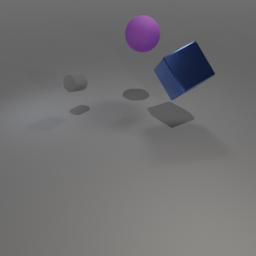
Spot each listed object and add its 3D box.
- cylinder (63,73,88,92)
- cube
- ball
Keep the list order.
[{"bbox_3d":[-2.108,-1.826,11.244,0.700,0.700,0.700,19,22,29],"label":"cylinder"},{"bbox_3d":[2.017,-2.054,10.282,1.400,1.400,1.400,-30,0,-10],"label":"cube"},{"bbox_3d":[0.583,-3.742,11.184,1.400,1.400,1.400,0,30,0],"label":"ball"}]
